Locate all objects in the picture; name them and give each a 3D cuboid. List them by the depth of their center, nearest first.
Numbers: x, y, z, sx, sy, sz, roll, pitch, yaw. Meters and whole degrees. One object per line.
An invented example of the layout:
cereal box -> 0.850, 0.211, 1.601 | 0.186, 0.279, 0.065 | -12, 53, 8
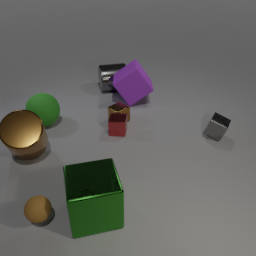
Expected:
ball -> -2.359, 2.122, 7.334 | 0.700, 0.700, 0.700 | 0, 32, 0
cube -> -0.938, 1.861, 7.602 | 1.400, 1.400, 1.400 | -8, 33, -12
cylinder -> -3.552, 0.268, 9.661 | 1.400, 1.400, 1.400 | 3, 69, -8
cube -> 3.529, -0.060, 11.054 | 0.700, 0.700, 0.700 | 30, 40, 12
cube -> -0.409, -0.134, 11.455 | 0.700, 0.700, 0.700 | 2, 33, 5
ball -> -3.573, -0.766, 11.771 | 1.400, 1.400, 1.400 | 0, 32, 0
cube -> -0.387, -0.626, 12.231 | 0.700, 0.700, 0.700 | -29, 42, -34
cube -> 0.236, -2.212, 13.572 | 1.400, 1.400, 1.400 | -32, 26, 17
cylinder -> -0.807, -2.691, 14.895 | 1.400, 1.400, 1.400 | -7, 33, -11
